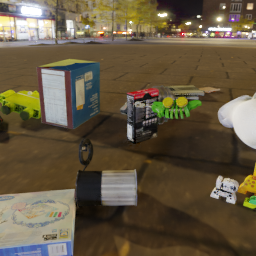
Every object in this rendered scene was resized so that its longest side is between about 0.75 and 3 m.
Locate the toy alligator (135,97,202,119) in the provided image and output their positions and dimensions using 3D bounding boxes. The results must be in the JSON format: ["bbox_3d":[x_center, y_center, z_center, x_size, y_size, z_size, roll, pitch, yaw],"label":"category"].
[{"bbox_3d":[1.096,-0.505,7.974,1.936,0.574,0.525,-1,62,17],"label":"toy alligator"}]

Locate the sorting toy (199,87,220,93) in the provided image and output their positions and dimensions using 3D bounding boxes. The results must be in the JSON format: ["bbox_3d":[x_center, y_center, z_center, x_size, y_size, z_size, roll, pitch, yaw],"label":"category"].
[{"bbox_3d":[5.012,-2.365,17.438,0.984,0.194,1.063,-13,20,-30],"label":"sorting toy"}]

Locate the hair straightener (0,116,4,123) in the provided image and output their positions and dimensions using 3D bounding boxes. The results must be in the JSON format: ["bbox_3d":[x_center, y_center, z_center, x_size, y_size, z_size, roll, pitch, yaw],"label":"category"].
[{"bbox_3d":[-5.754,-0.196,11.508,0.828,0.440,2.151,-3,22,-7],"label":"hair straightener"}]

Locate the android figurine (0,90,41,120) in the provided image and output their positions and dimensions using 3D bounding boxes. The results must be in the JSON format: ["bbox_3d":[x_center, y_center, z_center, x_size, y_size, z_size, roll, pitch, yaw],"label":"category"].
[{"bbox_3d":[-4.679,-1.194,13.355,2.620,0.591,2.879,17,24,3],"label":"android figurine"}]

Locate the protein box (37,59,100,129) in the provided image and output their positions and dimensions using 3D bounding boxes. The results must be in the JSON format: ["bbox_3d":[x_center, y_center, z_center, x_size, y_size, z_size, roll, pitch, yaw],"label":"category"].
[{"bbox_3d":[-2.462,-1.564,12.199,1.628,2.414,2.396,11,24,20],"label":"protein box"}]

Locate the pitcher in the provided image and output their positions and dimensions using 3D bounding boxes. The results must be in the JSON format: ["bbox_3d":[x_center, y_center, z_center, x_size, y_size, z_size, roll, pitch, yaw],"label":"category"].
[{"bbox_3d":[4.830,-0.521,10.049,2.416,1.707,2.816,-42,17,9],"label":"pitcher"}]

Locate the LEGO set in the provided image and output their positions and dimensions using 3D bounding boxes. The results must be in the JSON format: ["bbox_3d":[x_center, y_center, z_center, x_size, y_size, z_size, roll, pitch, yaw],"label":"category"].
[{"bbox_3d":[3.344,1.394,6.714,2.403,0.986,0.916,12,24,29],"label":"LEGO set"}]

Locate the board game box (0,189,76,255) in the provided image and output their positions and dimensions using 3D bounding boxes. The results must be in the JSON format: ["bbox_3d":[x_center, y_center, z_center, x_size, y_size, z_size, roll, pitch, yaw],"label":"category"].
[{"bbox_3d":[-2.098,1.973,5.838,1.941,0.421,1.931,-3,17,-7],"label":"board game box"}]

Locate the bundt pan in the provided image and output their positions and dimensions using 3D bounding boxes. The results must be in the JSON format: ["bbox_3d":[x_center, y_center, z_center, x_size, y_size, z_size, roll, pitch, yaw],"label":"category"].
[{"bbox_3d":[1.269,-0.846,11.623,1.763,1.763,0.662,-8,36,-19],"label":"bundt pan"}]

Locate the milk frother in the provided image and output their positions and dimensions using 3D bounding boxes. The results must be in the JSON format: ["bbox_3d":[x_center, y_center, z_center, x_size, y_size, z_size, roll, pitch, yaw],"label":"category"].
[{"bbox_3d":[-0.512,1.070,6.864,1.419,1.508,1.361,-1,17,-3],"label":"milk frother"}]

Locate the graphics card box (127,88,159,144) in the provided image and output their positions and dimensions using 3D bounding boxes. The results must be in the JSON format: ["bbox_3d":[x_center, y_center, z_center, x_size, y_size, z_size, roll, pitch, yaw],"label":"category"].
[{"bbox_3d":[0.546,-0.448,10.212,1.171,1.867,0.475,-17,25,-34],"label":"graphics card box"}]

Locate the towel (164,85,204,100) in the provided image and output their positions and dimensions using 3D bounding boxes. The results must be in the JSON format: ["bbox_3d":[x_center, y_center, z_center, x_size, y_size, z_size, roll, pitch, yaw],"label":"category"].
[{"bbox_3d":[3.029,-2.107,16.609,2.514,0.434,2.421,-3,19,-3],"label":"towel"}]

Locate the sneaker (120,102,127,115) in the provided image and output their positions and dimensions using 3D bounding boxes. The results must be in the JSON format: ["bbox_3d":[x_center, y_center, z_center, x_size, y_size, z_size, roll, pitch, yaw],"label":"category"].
[{"bbox_3d":[0.218,-1.106,13.552,0.735,0.685,1.854,5,22,24],"label":"sneaker"}]
